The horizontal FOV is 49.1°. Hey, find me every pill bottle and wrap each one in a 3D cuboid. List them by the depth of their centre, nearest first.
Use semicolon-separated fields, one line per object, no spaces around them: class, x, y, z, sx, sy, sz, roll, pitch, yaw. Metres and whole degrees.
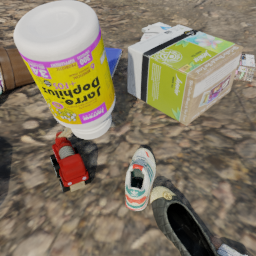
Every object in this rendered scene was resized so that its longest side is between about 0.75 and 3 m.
pill bottle;-1.070;-0.962;5.788;1.478;2.836;1.478;-4;54;6

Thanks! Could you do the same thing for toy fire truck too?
toy fire truck;-1.486;0.609;7.377;1.070;1.663;1.464;-18;45;-19

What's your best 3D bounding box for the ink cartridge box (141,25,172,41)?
ink cartridge box;1.338;-4.087;13.302;1.252;0.721;2.161;10;43;11

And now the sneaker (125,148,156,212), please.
sneaker;0.354;1.121;7.355;0.703;0.933;1.996;7;43;9

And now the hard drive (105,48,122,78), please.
hard drive;-1.296;-2.813;12.186;1.628;0.313;2.468;7;42;7

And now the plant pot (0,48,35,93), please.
plant pot;-4.190;-2.363;10.818;1.673;1.690;1.690;-18;45;-28

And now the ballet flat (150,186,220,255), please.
ballet flat;1.393;2.317;6.030;0.968;0.827;2.912;-7;41;-27

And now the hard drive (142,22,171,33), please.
hard drive;1.534;-5.337;15.095;1.368;0.182;0.902;-32;51;-30

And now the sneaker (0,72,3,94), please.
sneaker;-5.156;-1.746;10.008;0.809;1.456;2.081;-22;40;18

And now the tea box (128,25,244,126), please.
tea box;1.967;-2.061;10.113;2.874;1.952;2.921;33;51;30

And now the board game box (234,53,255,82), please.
board game box;4.451;-2.576;11.640;1.426;0.690;1.137;11;43;12

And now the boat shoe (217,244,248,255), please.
boat shoe;2.428;2.819;5.857;1.128;0.415;0.377;27;49;28
